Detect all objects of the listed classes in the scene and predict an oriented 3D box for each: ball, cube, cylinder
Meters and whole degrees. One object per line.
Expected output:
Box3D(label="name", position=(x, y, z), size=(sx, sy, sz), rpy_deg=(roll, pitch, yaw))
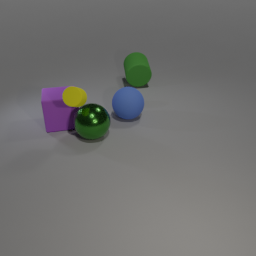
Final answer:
Box3D(label="ball", position=(-1.370, -0.245, 10.693), size=(1.400, 1.400, 1.400), rpy_deg=(0, 30, 0))
Box3D(label="cube", position=(-2.779, -0.816, 11.655), size=(1.400, 1.400, 1.400), rpy_deg=(-7, 30, -12))
Box3D(label="cylinder", position=(0.509, -3.231, 15.439), size=(1.400, 1.400, 1.400), rpy_deg=(-3, 42, -5))
Box3D(label="ball", position=(0.005, -1.074, 12.106), size=(1.400, 1.400, 1.400), rpy_deg=(0, 30, 0))
Box3D(label="cylinder", position=(-1.875, -1.097, 9.915), size=(0.700, 0.700, 0.700), rpy_deg=(4, 3, 7))
